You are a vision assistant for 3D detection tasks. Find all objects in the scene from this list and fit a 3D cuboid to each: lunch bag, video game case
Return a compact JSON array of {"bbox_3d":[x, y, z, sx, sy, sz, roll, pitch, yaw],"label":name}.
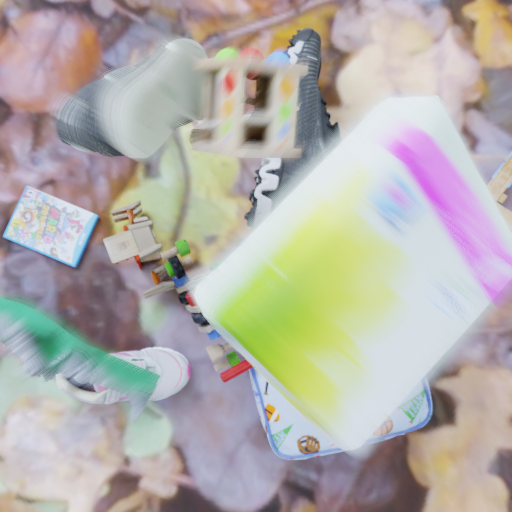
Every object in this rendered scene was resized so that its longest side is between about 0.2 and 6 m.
[{"bbox_3d":[1.446,2.063,9.844,3.080,1.164,2.468,-15,82,-1],"label":"lunch bag"},{"bbox_3d":[-3.876,-0.553,10.599,1.498,0.133,1.072,23,84,2],"label":"video game case"}]

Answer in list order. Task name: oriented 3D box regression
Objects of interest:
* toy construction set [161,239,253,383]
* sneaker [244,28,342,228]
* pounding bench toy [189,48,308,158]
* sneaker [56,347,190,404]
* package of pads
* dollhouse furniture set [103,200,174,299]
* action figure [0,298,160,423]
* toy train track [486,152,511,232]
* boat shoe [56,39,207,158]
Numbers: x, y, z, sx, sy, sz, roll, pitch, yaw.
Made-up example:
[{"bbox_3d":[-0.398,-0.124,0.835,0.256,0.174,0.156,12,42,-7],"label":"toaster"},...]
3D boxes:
[{"bbox_3d":[-0.308,0.745,9.655,1.773,1.924,2.307,-26,79,-11],"label":"toy construction set"},{"bbox_3d":[0.959,-2.204,10.266,1.695,1.245,3.745,12,88,-2],"label":"sneaker"},{"bbox_3d":[-0.302,-2.088,7.652,1.061,1.708,1.332,-9,108,-42],"label":"pounding bench toy"},{"bbox_3d":[-2.390,2.169,9.848,2.435,1.074,0.991,-6,84,-1],"label":"sneaker"},{"bbox_3d":[1.459,0.283,7.208,3.741,1.276,2.890,-45,117,-9],"label":"package of pads"},{"bbox_3d":[-2.129,-0.100,9.815,0.843,1.619,1.636,-22,84,-12],"label":"dollhouse furniture set"},{"bbox_3d":[-2.807,1.267,7.597,3.019,1.783,0.825,30,73,-3],"label":"action figure"},{"bbox_3d":[4.558,-1.339,10.580,1.497,0.425,2.611,38,80,11],"label":"toy train track"},{"bbox_3d":[-1.438,-2.192,7.604,1.075,3.179,1.142,-3,119,23],"label":"boat shoe"}]
